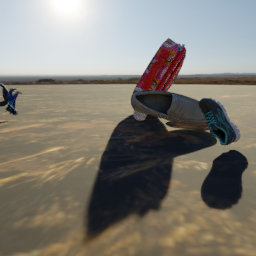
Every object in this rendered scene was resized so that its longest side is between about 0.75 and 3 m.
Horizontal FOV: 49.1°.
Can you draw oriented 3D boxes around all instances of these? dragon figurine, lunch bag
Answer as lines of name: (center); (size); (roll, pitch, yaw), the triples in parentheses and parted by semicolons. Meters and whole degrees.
dragon figurine: (-4.053, -0.937, 9.418); (0.513, 0.866, 1.741); (14, -8, 1)
lunch bag: (1.217, -2.108, 11.134); (1.146, 2.796, 2.463); (32, 3, 8)

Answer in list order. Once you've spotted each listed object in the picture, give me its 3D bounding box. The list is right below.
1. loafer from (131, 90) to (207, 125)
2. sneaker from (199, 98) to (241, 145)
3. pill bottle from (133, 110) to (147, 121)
loafer: (1.286, -0.596, 8.098); (2.454, 0.858, 0.856); (8, -5, 1)
sneaker: (1.910, -0.134, 6.043); (0.547, 1.199, 0.465); (-29, -14, -39)
pill bottle: (0.427, -0.554, 9.941); (0.463, 0.463, 0.847); (0, 13, 2)
